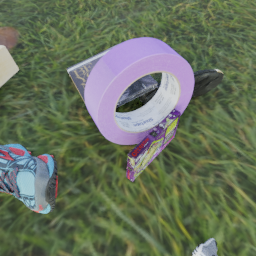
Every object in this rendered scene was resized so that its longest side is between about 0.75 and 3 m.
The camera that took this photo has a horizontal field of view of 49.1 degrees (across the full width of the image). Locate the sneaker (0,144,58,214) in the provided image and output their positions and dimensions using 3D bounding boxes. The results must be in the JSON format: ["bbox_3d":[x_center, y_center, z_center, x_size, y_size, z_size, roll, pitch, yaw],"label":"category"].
[{"bbox_3d":[-2.465,1.027,5.630,1.393,1.156,2.916,2,3,-41],"label":"sneaker"}]

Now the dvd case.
[{"bbox_3d":[-0.610,-1.585,8.650,2.052,0.220,2.760,-27,46,-7],"label":"dvd case"}]

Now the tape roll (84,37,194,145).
[{"bbox_3d":[0.303,-0.821,6.906,2.619,2.619,0.859,-21,49,-17],"label":"tape roll"}]

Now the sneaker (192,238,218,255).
[{"bbox_3d":[1.633,2.480,5.387,0.550,0.358,0.953,38,16,34],"label":"sneaker"}]

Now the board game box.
[{"bbox_3d":[0.631,0.416,6.912,0.292,1.087,1.811,32,57,25],"label":"board game box"}]

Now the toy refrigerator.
[{"bbox_3d":[-4.610,-1.256,7.977,1.073,0.989,2.828,13,53,29],"label":"toy refrigerator"}]

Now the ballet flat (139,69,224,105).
[{"bbox_3d":[1.616,-1.331,8.445,2.743,0.912,0.779,-16,47,-10],"label":"ballet flat"}]
